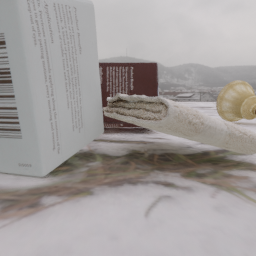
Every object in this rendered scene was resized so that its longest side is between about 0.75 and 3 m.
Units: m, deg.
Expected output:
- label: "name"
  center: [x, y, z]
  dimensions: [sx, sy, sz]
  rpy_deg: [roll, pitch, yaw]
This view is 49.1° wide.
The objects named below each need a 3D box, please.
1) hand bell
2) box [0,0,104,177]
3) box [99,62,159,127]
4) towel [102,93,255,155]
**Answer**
- label: "hand bell"
  center: [4.173, -0.495, 8.668]
  dimensions: [1.521, 1.521, 2.921]
  rpy_deg: [-2, 19, -14]
- label: "box"
  center: [-1.715, -0.721, 4.120]
  dimensions: [2.180, 2.170, 1.868]
  rpy_deg: [3, 18, 20]
- label: "box"
  center: [-0.197, -0.836, 7.788]
  dimensions: [1.930, 1.601, 1.585]
  rpy_deg: [0, -4, -2]
- label: "towel"
  center: [0.669, -0.125, 4.560]
  dimensions: [1.696, 0.441, 2.559]
  rpy_deg: [15, 1, -25]
